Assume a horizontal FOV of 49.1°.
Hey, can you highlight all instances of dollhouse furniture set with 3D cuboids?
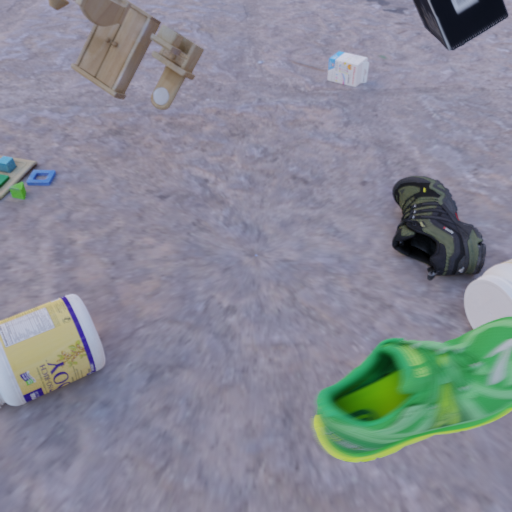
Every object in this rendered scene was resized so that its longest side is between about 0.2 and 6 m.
[{"bbox_3d":[-2.654,-3.359,8.428,2.646,1.515,3.103,34,16,7],"label":"dollhouse furniture set"}]

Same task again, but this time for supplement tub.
[{"bbox_3d":[3.685,0.526,7.393,1.554,1.130,1.130,-18,43,-19],"label":"supplement tub"},{"bbox_3d":[-2.653,1.160,6.732,1.405,1.021,1.021,-23,45,-24],"label":"supplement tub"}]

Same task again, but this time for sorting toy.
[{"bbox_3d":[-5.047,-1.595,10.526,2.448,0.334,1.379,10,41,12],"label":"sorting toy"}]

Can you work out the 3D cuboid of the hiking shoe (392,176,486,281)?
[{"bbox_3d":[2.603,-0.532,8.864,1.125,0.847,2.236,-9,42,-16],"label":"hiking shoe"}]

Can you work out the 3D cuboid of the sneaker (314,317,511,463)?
[{"bbox_3d":[1.322,0.971,4.246,1.891,0.790,0.700,-25,46,-2],"label":"sneaker"}]

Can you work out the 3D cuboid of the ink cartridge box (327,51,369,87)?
[{"bbox_3d":[2.319,-4.632,13.927,0.910,0.585,0.570,23,46,26],"label":"ink cartridge box"}]

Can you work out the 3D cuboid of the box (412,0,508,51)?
[{"bbox_3d":[2.148,-3.158,6.370,0.733,1.182,1.162,-29,30,17],"label":"box"}]
